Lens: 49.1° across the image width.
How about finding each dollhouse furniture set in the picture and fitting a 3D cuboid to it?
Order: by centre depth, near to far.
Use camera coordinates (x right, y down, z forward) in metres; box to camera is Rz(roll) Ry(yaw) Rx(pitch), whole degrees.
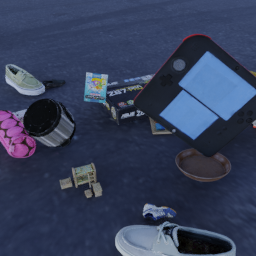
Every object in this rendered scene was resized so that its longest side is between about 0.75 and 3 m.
[{"bbox_3d":[-1.271,1.454,7.418,0.965,0.536,0.853,-13,38,-17],"label":"dollhouse furniture set"}]

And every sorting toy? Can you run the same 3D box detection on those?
[{"bbox_3d":[1.566,-0.172,9.972,1.503,0.201,1.119,-2,36,-3],"label":"sorting toy"}]

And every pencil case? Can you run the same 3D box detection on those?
[{"bbox_3d":[-3.754,0.186,8.937,1.985,0.901,0.930,33,16,38],"label":"pencil case"}]

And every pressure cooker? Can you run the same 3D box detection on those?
[{"bbox_3d":[-2.390,-0.097,8.835,1.320,1.477,1.299,1,67,18],"label":"pressure cooker"}]

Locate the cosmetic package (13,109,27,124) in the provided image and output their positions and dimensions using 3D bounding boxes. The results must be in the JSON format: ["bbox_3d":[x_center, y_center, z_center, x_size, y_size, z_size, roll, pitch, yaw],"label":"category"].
[{"bbox_3d":[-3.914,-0.381,10.179,1.230,0.311,0.508,-19,40,-24],"label":"cosmetic package"}]

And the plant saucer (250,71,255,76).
[{"bbox_3d":[5.221,-2.238,12.699,1.665,0.403,1.665,23,42,29],"label":"plant saucer"}]

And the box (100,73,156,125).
[{"bbox_3d":[0.490,-1.232,10.976,2.946,0.723,2.375,-14,33,-19],"label":"box"}]

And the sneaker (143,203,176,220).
[{"bbox_3d":[0.756,2.097,6.781,0.802,0.302,0.353,4,43,21],"label":"sneaker"}]

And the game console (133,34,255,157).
[{"bbox_3d":[2.012,-0.748,7.543,2.954,2.613,0.459,35,24,-13],"label":"game console"}]

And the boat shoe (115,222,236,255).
[{"bbox_3d":[0.962,2.354,5.853,2.496,0.889,0.871,7,36,10],"label":"boat shoe"}]

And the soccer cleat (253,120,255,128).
[{"bbox_3d":[4.785,-0.069,9.216,0.825,0.923,2.380,-8,37,-11],"label":"soccer cleat"}]

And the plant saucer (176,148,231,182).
[{"bbox_3d":[2.134,1.075,8.046,1.537,0.265,1.537,0,28,0],"label":"plant saucer"}]

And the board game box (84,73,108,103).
[{"bbox_3d":[-1.023,-1.285,8.974,0.681,0.903,0.212,6,7,-3],"label":"board game box"}]

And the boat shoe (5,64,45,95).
[{"bbox_3d":[-4.599,-2.105,12.180,2.493,0.773,0.897,24,42,29],"label":"boat shoe"}]

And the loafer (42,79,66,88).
[{"bbox_3d":[-3.285,-2.013,12.414,1.017,0.357,0.345,-13,37,-17],"label":"loafer"}]
